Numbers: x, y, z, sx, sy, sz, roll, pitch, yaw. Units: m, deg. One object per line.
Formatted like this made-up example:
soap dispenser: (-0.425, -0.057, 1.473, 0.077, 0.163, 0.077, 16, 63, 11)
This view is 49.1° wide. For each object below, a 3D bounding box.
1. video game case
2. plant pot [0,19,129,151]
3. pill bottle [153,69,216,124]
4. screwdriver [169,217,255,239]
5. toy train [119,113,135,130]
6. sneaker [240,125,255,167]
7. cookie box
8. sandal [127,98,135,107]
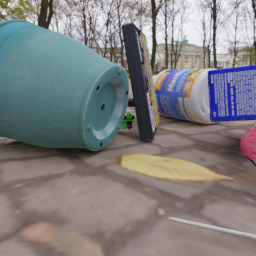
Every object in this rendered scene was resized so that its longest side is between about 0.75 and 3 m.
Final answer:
video game case: (0.388, -1.150, 7.029, 0.321, 2.521, 2.278, -8, 10, 12)
plant pot: (-1.328, -0.688, 5.558, 2.330, 2.480, 2.480, 17, 17, 21)
pill bottle: (1.709, -1.099, 9.049, 1.598, 1.598, 2.852, -7, 13, -31)
screwdriver: (1.100, 0.961, 2.476, 1.525, 0.213, 0.222, 7, -17, 18)
toy train: (-0.520, -0.106, 6.978, 1.430, 0.403, 0.298, -6, -9, -9)
sneaker: (2.658, 0.324, 4.064, 2.545, 1.026, 0.950, 3, -6, -22)
cookie box: (3.099, -0.770, 5.405, 2.673, 1.004, 2.286, -2, 7, 26)
sandal: (0.734, -1.310, 12.243, 2.953, 0.707, 1.110, 3, 12, 14)
